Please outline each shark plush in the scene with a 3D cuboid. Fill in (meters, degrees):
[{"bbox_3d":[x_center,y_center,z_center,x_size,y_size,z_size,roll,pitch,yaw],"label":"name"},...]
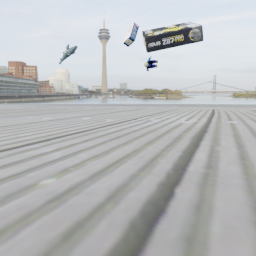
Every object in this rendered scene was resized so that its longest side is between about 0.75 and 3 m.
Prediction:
[{"bbox_3d":[-1.975,-2.399,9.048,0.796,0.362,0.332,-42,39,-18],"label":"shark plush"}]

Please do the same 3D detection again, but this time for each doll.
[{"bbox_3d":[0.888,-2.551,11.112,0.217,0.610,0.894,21,26,30],"label":"doll"}]

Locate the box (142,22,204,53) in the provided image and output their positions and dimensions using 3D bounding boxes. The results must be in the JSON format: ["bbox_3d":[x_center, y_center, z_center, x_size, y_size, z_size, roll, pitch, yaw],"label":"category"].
[{"bbox_3d":[0.967,-2.132,6.487,1.228,0.374,1.523,-8,23,5],"label":"box"}]

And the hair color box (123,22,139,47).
[{"bbox_3d":[0.129,-3.722,11.156,0.286,0.944,0.472,32,-38,-25],"label":"hair color box"}]
